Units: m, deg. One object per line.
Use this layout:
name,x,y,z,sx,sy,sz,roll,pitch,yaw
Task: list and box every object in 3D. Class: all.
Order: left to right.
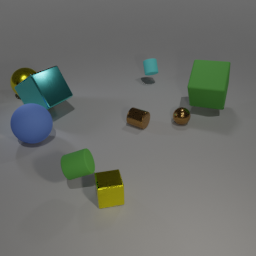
ball,-4.756,-2.119,13.097,1.400,1.400,1.400,0,32,0
ball,-3.363,-0.159,9.812,1.400,1.400,1.400,0,32,0
cube,-3.397,-1.477,11.364,1.400,1.400,1.400,-18,14,41
cylinder,-1.344,0.976,7.565,0.700,0.700,0.700,-18,30,10
cube,-0.508,1.646,7.613,0.700,0.700,0.700,-7,31,-10
cylinder,0.409,-0.390,10.930,0.700,0.700,0.700,19,36,27
cylinder,1.159,-3.111,14.311,0.700,0.700,0.700,-9,-2,0
ball,2.118,-0.473,11.067,0.700,0.700,0.700,0,32,0
cube,3.289,-1.752,11.360,1.400,1.400,1.400,9,66,21
